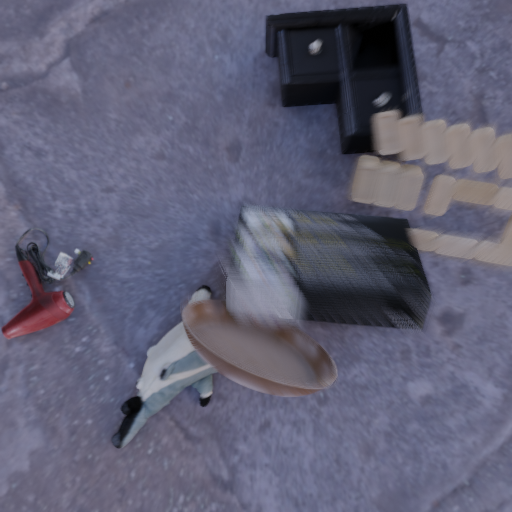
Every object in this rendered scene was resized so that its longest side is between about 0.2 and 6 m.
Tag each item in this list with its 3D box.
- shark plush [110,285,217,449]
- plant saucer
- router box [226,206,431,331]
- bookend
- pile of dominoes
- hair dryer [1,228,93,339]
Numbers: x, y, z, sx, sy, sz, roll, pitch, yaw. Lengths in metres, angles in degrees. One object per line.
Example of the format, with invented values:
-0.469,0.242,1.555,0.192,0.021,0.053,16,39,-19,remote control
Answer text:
-1.155,2.146,9.828,3.503,1.591,1.459,-49,114,-12,shark plush
0.005,1.366,8.224,2.410,2.410,0.387,24,103,4,plant saucer
1.163,0.117,9.556,3.135,2.338,0.801,5,124,1,router box
1.590,-3.176,10.667,2.666,1.228,2.649,-4,80,0,bookend
3.429,-1.247,10.133,3.229,0.514,2.517,11,123,4,pile of dominoes
-4.038,0.629,10.466,1.591,0.568,2.089,19,74,19,hair dryer
